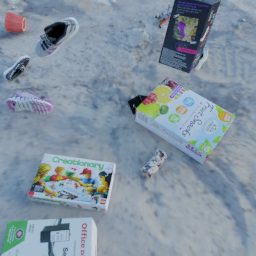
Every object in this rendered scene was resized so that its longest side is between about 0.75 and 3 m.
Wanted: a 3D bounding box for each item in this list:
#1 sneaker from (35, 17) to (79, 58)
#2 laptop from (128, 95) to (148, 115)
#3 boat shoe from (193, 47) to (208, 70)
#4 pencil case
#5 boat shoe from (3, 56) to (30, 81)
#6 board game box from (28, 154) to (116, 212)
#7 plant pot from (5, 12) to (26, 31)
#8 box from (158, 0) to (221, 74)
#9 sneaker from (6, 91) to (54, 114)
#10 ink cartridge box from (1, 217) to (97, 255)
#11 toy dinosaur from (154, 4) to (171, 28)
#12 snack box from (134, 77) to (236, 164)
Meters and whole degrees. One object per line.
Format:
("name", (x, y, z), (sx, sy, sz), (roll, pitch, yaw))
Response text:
("sneaker", (-2.573, -2.908, 9.116), (0.747, 1.921, 1.344), (51, 24, -11))
("laptop", (0.534, -0.911, 11.201), (0.847, 0.438, 0.751), (-29, 53, 10))
("boat shoe", (3.279, -3.276, 12.662), (0.564, 0.575, 1.616), (22, 56, 16))
("pencil case", (0.872, 1.171, 9.365), (0.470, 0.409, 1.051), (48, 61, -9))
("boat shoe", (-4.722, -2.580, 12.181), (0.491, 0.519, 1.448), (28, 60, 20))
("board game box", (-1.726, 1.709, 8.958), (2.445, 0.423, 1.543), (7, 52, 5))
("plant pot", (-5.617, -5.259, 14.021), (0.830, 0.938, 0.938), (8, 52, -7))
("box", (1.808, -2.864, 8.378), (1.072, 2.021, 1.235), (25, 36, 16))
("sneaker", (-3.758, -1.070, 10.942), (1.817, 0.731, 0.803), (7, 46, 7))
("ink cartridge box", (-2.016, 3.346, 7.370), (2.311, 0.960, 1.694), (-3, 53, -2))
("toy dinosaur", (1.951, -5.840, 14.825), (1.108, 1.221, 0.641), (-9, 11, -33))
("snack box", (2.035, -0.371, 10.209), (2.966, 0.786, 2.109), (34, 61, 17))
